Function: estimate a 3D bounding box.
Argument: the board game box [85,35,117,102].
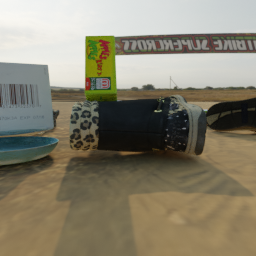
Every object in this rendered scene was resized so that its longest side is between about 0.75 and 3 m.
[{"bbox_3d":[-0.523,-0.741,6.041,0.566,1.207,2.376,-2,-19,-3],"label":"board game box"}]

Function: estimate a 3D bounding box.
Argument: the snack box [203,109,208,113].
[{"bbox_3d":[2.912,-0.413,10.202,1.561,0.528,1.317,-3,6,-16],"label":"snack box"}]

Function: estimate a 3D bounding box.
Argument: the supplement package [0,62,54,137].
[{"bbox_3d":[-2.493,-0.451,5.809,1.259,1.264,2.154,-5,-3,-31],"label":"supplement package"}]

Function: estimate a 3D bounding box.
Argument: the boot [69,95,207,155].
[{"bbox_3d":[0.060,-0.151,5.453,2.171,1.038,2.875,2,8,-5],"label":"boot"}]

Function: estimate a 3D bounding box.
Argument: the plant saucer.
[{"bbox_3d":[-2.086,0.359,4.640,1.840,0.252,1.840,-2,5,0],"label":"plant saucer"}]

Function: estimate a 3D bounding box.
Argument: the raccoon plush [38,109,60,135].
[{"bbox_3d":[-2.404,-0.098,8.259,1.107,0.799,1.652,13,27,-40],"label":"raccoon plush"}]

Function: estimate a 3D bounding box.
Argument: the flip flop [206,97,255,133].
[{"bbox_3d":[3.474,-0.266,7.644,2.673,1.084,0.770,-1,-10,40],"label":"flip flop"}]
